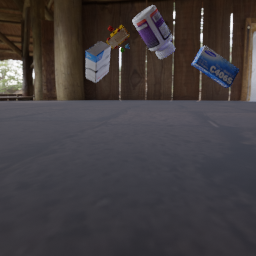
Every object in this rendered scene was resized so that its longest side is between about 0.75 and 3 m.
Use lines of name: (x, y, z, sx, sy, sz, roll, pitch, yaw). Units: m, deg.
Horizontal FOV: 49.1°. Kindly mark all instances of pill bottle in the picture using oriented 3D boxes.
pill bottle: (0.872, -2.995, 8.902, 0.844, 1.515, 0.844, -30, 25, 16)

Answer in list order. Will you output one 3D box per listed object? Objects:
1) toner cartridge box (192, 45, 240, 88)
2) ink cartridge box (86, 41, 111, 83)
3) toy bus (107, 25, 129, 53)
toner cartridge box: (2.450, -1.696, 7.819, 1.244, 0.591, 0.268, 30, -5, -13)
ink cartridge box: (-1.091, -2.381, 10.134, 0.504, 1.198, 0.866, 29, 52, 16)
toy bus: (-0.445, -3.526, 10.935, 1.031, 0.973, 0.533, 3, 36, -8)
